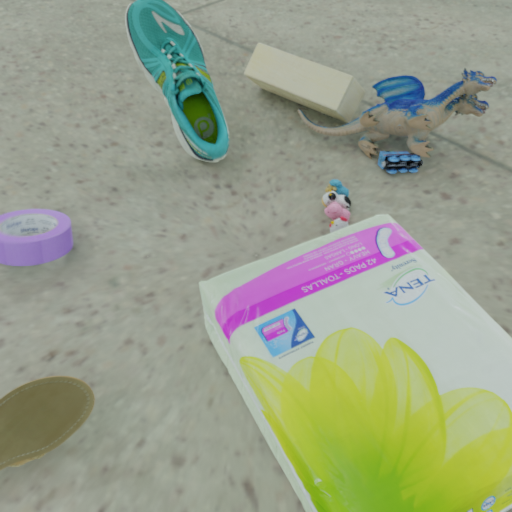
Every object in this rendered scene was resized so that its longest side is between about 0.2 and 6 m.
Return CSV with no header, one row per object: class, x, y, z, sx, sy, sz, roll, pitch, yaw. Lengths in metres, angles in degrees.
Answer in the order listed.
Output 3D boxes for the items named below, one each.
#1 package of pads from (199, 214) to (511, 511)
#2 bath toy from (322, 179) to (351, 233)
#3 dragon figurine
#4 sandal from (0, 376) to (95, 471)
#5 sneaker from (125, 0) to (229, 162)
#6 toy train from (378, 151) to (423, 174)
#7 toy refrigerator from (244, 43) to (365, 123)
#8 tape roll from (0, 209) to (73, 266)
package of pads,1.465,1.407,6.873,3.062,1.352,3.963,-20,50,-17
bath toy,1.407,-0.799,9.688,0.519,0.441,1.193,2,46,2
dragon figurine,2.799,-2.856,11.153,3.610,1.062,1.795,4,43,29
sandal,-2.920,2.142,6.624,2.263,0.744,0.830,-36,90,-10
sneaker,-1.288,-3.240,10.226,1.240,3.201,1.275,-29,13,-5
toy train,2.764,-1.816,10.739,0.829,0.359,0.474,-5,35,-11
toy refrigerator,1.038,-3.760,12.050,2.432,0.851,0.923,29,9,27
tape roll,-3.618,-0.317,8.964,1.285,0.421,1.285,2,27,-1
